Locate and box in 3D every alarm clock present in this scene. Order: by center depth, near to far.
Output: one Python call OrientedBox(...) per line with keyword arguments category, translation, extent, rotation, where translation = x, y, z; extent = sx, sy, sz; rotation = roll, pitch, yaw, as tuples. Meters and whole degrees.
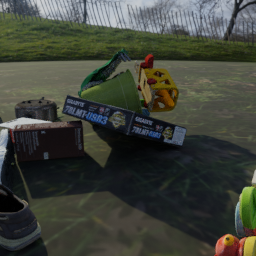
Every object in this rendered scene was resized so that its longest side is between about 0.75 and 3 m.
OrientedBox(category="alarm clock", translation=(-4.057, -0.687, 12.139), extent=(1.787, 0.882, 2.650), rotation=(1, 20, 2))

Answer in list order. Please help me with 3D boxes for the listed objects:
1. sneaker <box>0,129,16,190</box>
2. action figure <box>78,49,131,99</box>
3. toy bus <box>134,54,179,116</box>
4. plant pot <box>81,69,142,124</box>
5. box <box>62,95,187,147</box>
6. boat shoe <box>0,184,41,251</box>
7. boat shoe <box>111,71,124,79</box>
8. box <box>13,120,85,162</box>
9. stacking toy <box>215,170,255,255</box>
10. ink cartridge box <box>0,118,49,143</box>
OrientedBox(category="sneaker", translation=(-3.522, 0.759, 7.213), extent=(1.099, 1.025, 2.772), rotation=(-9, 20, -14))
OrientedBox(category="action figure", translation=(-1.172, -2.226, 12.245), extent=(2.882, 0.788, 1.702), rotation=(-36, -1, 26))
OrientedBox(category="toy bus", translation=(1.229, -1.832, 11.782), extent=(1.372, 2.655, 2.506), rotation=(-3, -3, -11))
OrientedBox(category="plant pot", translation=(-0.743, -1.093, 11.635), extent=(2.161, 2.275, 2.275), rotation=(-15, 19, -6))
OrientedBox(category="box", translation=(-0.083, -0.203, 9.008), extent=(2.947, 0.732, 2.925), rotation=(16, -1, 41))
OrientedBox(category="boat shoe", translation=(-2.475, 1.440, 5.280), extent=(2.228, 0.817, 0.830), rotation=(11, 20, 30))
OrientedBox(category="boat shoe", translation=(-0.509, -2.397, 13.257), extent=(0.841, 0.281, 0.240), rotation=(-35, -20, 20))
OrientedBox(category="box", translation=(-2.327, 0.380, 8.408), extent=(1.974, 0.989, 0.740), rotation=(-5, 18, -13))
OrientedBox(category="stacking toy", translation=(1.839, 1.453, 4.606), extent=(0.610, 1.307, 1.444), rotation=(-3, 15, 34))
OrientedBox(category="ink cartridge box", translation=(-3.386, 0.146, 9.861), extent=(2.266, 0.571, 1.235), rotation=(8, 19, 27))
